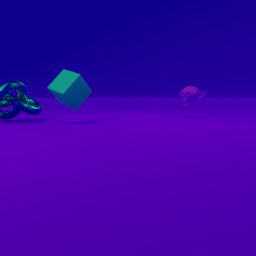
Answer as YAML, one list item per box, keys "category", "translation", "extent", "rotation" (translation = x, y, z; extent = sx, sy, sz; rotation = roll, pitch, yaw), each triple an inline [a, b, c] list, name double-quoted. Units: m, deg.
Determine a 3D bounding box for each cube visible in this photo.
- category: "cube"
  translation: [-1.685, -1.114, 8.156]
  extent: [0.761, 0.761, 0.761]
  rotation: [23, -22, 37]

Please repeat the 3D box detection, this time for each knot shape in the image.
- category: "knot shape"
  translation: [-3.658, -0.878, 8.710]
  extent: [1.802, 0.832, 1.686]
  rotation: [2, -18, -8]

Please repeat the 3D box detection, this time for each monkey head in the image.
- category: "monkey head"
  translation: [2.249, -1.123, 10.158]
  extent: [0.652, 0.779, 1.083]
  rotation: [-16, 18, -36]
